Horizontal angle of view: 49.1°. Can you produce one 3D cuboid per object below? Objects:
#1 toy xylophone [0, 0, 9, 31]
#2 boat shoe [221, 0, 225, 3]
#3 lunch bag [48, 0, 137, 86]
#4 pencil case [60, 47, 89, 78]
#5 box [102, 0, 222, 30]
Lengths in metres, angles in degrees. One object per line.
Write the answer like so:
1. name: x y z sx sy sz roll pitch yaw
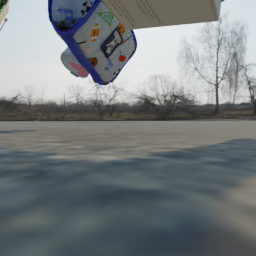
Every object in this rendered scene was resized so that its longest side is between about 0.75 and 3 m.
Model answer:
1. toy xylophone: -3.877 -3.373 8.385 0.299 1.190 0.871 21 -38 -12
2. boat shoe: 2.497 -3.209 6.325 0.687 0.803 2.192 42 4 -20
3. lunch bag: -0.766 -2.754 6.909 1.723 2.783 2.366 1 -20 17
4. pencil case: -1.230 -3.185 10.223 1.205 2.898 1.315 35 -24 -9
5. box: 0.472 -3.029 4.267 1.818 2.112 2.123 6 -12 30
